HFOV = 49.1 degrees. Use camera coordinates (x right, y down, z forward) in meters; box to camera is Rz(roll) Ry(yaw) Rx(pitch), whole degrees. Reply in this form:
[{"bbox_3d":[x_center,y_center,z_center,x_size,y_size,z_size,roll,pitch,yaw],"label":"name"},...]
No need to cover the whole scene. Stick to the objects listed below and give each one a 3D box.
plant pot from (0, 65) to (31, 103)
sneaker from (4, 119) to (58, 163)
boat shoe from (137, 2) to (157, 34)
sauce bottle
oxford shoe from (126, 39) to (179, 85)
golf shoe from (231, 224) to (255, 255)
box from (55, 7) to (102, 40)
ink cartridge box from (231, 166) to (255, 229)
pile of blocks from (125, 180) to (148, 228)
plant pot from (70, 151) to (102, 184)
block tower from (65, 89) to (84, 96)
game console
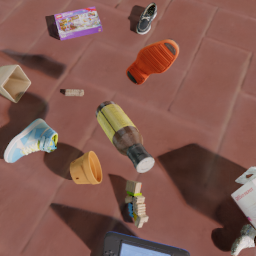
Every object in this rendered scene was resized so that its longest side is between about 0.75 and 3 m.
[{"bbox_3d":[-5.101,-1.963,11.887,1.049,1.185,1.184,17,64,20],"label":"plant pot"},{"bbox_3d":[-3.567,0.707,10.665,1.368,0.833,2.095,32,68,17],"label":"sneaker"},{"bbox_3d":[0.925,-5.482,13.933,0.709,0.565,1.875,17,64,8],"label":"boat shoe"},{"bbox_3d":[-0.133,0.223,8.413,0.894,0.894,2.762,-24,45,-12],"label":"sauce bottle"},{"bbox_3d":[0.825,-2.245,8.838,0.952,2.675,0.970,47,66,-13],"label":"oxford shoe"},{"bbox_3d":[3.917,3.824,9.309,0.589,0.474,1.211,40,71,12],"label":"golf shoe"},{"bbox_3d":[-2.458,-5.192,13.872,2.098,0.410,1.436,-15,64,-7],"label":"box"},{"bbox_3d":[4.892,2.434,9.247,1.611,1.653,2.572,-24,66,-18],"label":"ink cartridge box"},{"bbox_3d":[0.328,2.655,9.939,0.514,0.680,1.655,10,65,-44],"label":"pile of blocks"},{"bbox_3d":[-1.544,1.513,10.144,0.839,1.199,1.199,-17,63,10],"label":"plant pot"},{"bbox_3d":[-2.321,-1.525,12.130,0.785,0.227,0.212,0,63,1],"label":"block tower"},{"bbox_3d":[0.348,4.591,8.362,2.615,2.232,1.547,11,37,5],"label":"game console"}]
